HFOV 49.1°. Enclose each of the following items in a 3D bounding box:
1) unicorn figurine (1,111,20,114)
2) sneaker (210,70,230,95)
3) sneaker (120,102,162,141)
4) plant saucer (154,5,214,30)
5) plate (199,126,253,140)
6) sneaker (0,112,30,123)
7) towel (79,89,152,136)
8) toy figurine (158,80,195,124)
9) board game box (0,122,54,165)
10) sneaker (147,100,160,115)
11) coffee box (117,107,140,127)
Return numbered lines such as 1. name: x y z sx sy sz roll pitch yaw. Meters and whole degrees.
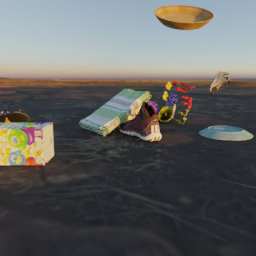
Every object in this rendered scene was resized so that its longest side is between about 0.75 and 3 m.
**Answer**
1. unicorn figurine: -5.615 -0.622 13.192 1.001 0.370 0.687 -26 34 -34
2. sneaker: 3.755 -1.801 11.297 0.620 1.074 0.403 24 3 37
3. sneaker: 0.410 -0.304 9.203 0.764 1.166 2.018 -7 13 -33
4. plant saucer: 1.972 -3.929 10.020 2.111 0.374 2.111 1 38 -1
5. plate: 3.302 0.127 9.501 1.732 0.221 1.732 -1 12 0
6. sneaker: -4.777 -0.422 11.495 1.525 0.533 0.686 -4 14 -7
7. towel: -0.506 -0.713 10.273 2.388 0.366 1.781 -41 33 -23
8. toy figurine: 2.076 -0.775 12.617 1.283 1.457 2.432 15 57 8
9. board game box: -2.695 0.354 6.584 1.669 0.875 0.860 0 11 1
10. sneaker: 0.811 -0.883 13.300 1.242 1.200 2.977 13 17 -12
11. coffee box: 0.044 -0.438 10.859 0.794 0.803 0.802 -10 15 -41
